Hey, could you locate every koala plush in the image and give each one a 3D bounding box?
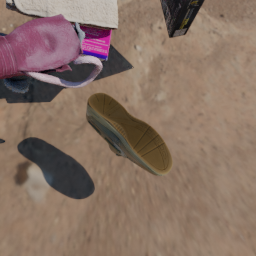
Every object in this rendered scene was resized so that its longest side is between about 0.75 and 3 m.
[{"bbox_3d":[-2.853,-1.520,6.384,1.564,1.437,1.387,22,89,1],"label":"koala plush"}]

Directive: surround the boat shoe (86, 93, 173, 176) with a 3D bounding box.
[{"bbox_3d":[-0.041,0.215,5.936,2.280,0.741,0.823,42,48,15],"label":"boat shoe"}]

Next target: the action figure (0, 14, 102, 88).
[{"bbox_3d":[-2.238,-1.149,4.983,2.795,1.872,2.081,-29,80,-39],"label":"action figure"}]

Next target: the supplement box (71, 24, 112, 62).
[{"bbox_3d":[-0.992,-2.849,7.216,1.084,1.061,2.097,9,94,-22],"label":"supplement box"}]

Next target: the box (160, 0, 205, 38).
[{"bbox_3d":[1.306,-3.609,7.199,0.565,2.215,1.747,-13,84,-4],"label":"box"}]

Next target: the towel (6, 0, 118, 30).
[{"bbox_3d":[-1.296,-3.138,6.024,2.526,1.674,0.435,-3,11,-30],"label":"towel"}]
